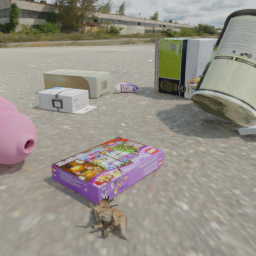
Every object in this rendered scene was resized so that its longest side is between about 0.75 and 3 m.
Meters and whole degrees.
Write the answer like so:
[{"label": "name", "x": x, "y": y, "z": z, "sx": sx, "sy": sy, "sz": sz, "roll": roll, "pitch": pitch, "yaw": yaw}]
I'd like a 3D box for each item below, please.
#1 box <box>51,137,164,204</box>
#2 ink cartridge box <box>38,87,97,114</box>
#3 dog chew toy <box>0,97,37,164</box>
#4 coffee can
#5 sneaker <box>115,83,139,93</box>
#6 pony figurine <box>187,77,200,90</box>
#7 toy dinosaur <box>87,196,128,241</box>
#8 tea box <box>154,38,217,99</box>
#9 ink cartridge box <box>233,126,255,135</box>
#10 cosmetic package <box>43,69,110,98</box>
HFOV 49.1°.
[{"label": "box", "x": -0.373, "y": 0.784, "z": 5.987, "sx": 1.393, "sy": 0.398, "sz": 2.036, "roll": 16, "pitch": 25, "yaw": 37}, {"label": "ink cartridge box", "x": -2.299, "y": -1.090, "z": 10.798, "sx": 1.979, "sy": 0.660, "sz": 1.146, "roll": 9, "pitch": 22, "yaw": 23}, {"label": "dog chew toy", "x": -3.353, "y": -0.035, "z": 6.481, "sx": 2.944, "sy": 1.833, "sz": 1.833, "roll": 18, "pitch": 25, "yaw": 23}, {"label": "coffee can", "x": 3.469, "y": -1.819, "z": 8.657, "sx": 2.069, "sy": 2.827, "sz": 2.069, "roll": 25, "pitch": -6, "yaw": 3}, {"label": "sneaker", "x": 0.002, "y": -1.901, "z": 13.360, "sx": 0.741, "sy": 0.471, "sz": 1.300, "roll": 20, "pitch": 28, "yaw": 37}, {"label": "pony figurine", "x": 3.914, "y": -1.571, "z": 10.688, "sx": 2.678, "sy": 2.230, "sz": 2.585, "roll": 32, "pitch": 44, "yaw": 31}, {"label": "toy dinosaur", "x": -0.268, "y": 1.381, "z": 4.443, "sx": 0.902, "sy": 0.387, "sz": 0.611, "roll": 21, "pitch": 15, "yaw": 28}, {"label": "tea box", "x": 2.609, "y": -2.809, "z": 12.839, "sx": 1.660, "sy": 2.485, "sz": 2.445, "roll": -18, "pitch": 27, "yaw": -41}, {"label": "ink cartridge box", "x": 3.793, "y": 0.039, "z": 8.162, "sx": 1.002, "sy": 0.204, "sz": 1.004, "roll": -8, "pitch": -1, "yaw": -21}, {"label": "cosmetic package", "x": -2.366, "y": -2.123, "z": 13.141, "sx": 2.800, "sy": 0.995, "sz": 1.473, "roll": 8, "pitch": 21, "yaw": 21}]
